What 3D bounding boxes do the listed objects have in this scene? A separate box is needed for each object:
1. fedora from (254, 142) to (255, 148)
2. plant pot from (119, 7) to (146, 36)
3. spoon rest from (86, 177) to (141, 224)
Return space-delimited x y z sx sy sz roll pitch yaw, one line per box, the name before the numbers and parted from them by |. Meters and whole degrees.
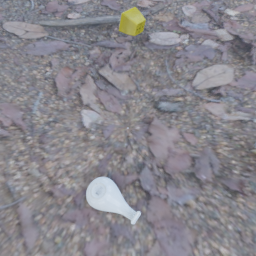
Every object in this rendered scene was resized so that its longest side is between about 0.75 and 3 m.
fedora | 4.031 0.541 7.912 1.410 0.636 1.247 24 27 -38
plant pot | 0.217 -4.150 11.138 0.729 0.827 0.827 41 57 16
spoon rest | -0.384 1.902 7.223 1.720 0.521 0.855 28 74 32
